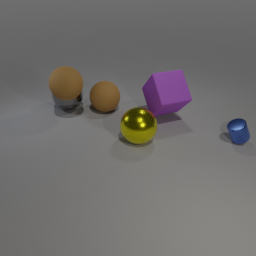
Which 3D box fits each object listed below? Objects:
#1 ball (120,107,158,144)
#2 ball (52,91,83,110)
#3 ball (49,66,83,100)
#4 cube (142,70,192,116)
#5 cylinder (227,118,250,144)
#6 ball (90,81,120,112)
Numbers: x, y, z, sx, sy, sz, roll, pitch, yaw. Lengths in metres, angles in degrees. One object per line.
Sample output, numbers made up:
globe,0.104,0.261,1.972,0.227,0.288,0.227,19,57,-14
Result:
ball,0.402,-0.090,10.482,1.400,1.400,1.400,0,30,0
ball,-2.787,-1.530,12.937,1.400,1.400,1.400,0,30,0
ball,-2.555,-1.840,11.574,1.400,1.400,1.400,0,30,0
cube,1.598,-1.449,11.797,1.400,1.400,1.400,-11,77,-19
cylinder,4.146,0.118,10.498,0.700,0.700,0.700,-22,33,15
ball,-1.050,-1.443,12.778,1.400,1.400,1.400,0,30,0
